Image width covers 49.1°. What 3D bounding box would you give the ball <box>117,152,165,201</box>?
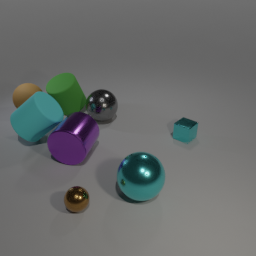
[{"bbox_3d":[0.373,1.379,8.057,1.400,1.400,1.400,0,30,0],"label":"ball"}]

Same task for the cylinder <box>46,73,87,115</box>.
[{"bbox_3d":[-2.786,-1.546,12.749,1.400,1.400,1.400,-11,47,12],"label":"cylinder"}]

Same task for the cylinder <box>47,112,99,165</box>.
[{"bbox_3d":[-1.880,0.344,9.842,1.400,1.400,1.400,7,31,12],"label":"cylinder"}]

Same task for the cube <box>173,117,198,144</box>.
[{"bbox_3d":[2.257,0.092,11.017,0.700,0.700,0.700,23,37,35],"label":"cube"}]

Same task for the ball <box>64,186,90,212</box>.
[{"bbox_3d":[-1.413,1.958,7.728,0.700,0.700,0.700,0,30,0],"label":"ball"}]

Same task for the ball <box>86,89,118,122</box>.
[{"bbox_3d":[-1.136,-0.980,12.173,1.400,1.400,1.400,0,30,0],"label":"ball"}]

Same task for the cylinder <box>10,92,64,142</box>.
[{"bbox_3d":[-3.403,-0.417,10.534,1.400,1.400,1.400,-35,23,19],"label":"cylinder"}]

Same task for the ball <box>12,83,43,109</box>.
[{"bbox_3d":[-4.562,-1.356,12.885,1.400,1.400,1.400,0,30,0],"label":"ball"}]
